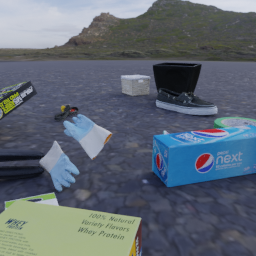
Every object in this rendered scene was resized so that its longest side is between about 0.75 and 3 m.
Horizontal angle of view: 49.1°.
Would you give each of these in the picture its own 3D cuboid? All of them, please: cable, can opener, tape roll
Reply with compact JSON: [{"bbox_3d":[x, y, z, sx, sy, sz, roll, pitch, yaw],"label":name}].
[{"bbox_3d":[-2.406,-0.532,11.025,0.747,0.387,1.539,16,29,-5],"label":"cable"},{"bbox_3d":[-3.008,0.738,5.660,2.558,0.811,1.005,-6,17,-16],"label":"can opener"},{"bbox_3d":[3.508,0.025,8.773,1.572,0.378,1.572,0,16,0],"label":"tape roll"}]

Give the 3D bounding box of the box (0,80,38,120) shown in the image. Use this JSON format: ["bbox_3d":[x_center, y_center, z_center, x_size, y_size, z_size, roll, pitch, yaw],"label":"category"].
[{"bbox_3d":[-4.218,-0.682,8.714,2.285,0.506,1.830,-6,30,35],"label":"box"}]

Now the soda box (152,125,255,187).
[{"bbox_3d":[1.880,0.548,6.141,2.598,0.881,0.833,-6,18,-17],"label":"soda box"}]

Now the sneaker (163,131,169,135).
[{"bbox_3d":[1.271,0.312,8.039,0.530,0.294,0.757,2,26,1],"label":"sneaker"}]

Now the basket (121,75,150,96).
[{"bbox_3d":[0.404,-2.428,15.767,1.260,1.022,1.271,-10,20,-30],"label":"basket"}]

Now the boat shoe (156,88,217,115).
[{"bbox_3d":[2.369,-1.131,11.811,2.894,0.819,0.993,15,22,41],"label":"boat shoe"}]

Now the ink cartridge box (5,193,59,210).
[{"bbox_3d":[-1.362,1.421,4.096,0.801,0.411,1.084,-7,17,-21],"label":"ink cartridge box"}]

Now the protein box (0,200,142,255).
[{"bbox_3d":[-0.751,1.566,2.518,1.508,1.025,1.519,4,17,13],"label":"protein box"}]

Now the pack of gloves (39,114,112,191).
[{"bbox_3d":[-1.292,0.386,5.934,0.356,1.516,1.805,42,-8,-34],"label":"pack of gloves"}]

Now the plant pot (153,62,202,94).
[{"bbox_3d":[2.498,-2.345,14.200,2.008,1.781,2.003,7,19,25],"label":"plant pot"}]
